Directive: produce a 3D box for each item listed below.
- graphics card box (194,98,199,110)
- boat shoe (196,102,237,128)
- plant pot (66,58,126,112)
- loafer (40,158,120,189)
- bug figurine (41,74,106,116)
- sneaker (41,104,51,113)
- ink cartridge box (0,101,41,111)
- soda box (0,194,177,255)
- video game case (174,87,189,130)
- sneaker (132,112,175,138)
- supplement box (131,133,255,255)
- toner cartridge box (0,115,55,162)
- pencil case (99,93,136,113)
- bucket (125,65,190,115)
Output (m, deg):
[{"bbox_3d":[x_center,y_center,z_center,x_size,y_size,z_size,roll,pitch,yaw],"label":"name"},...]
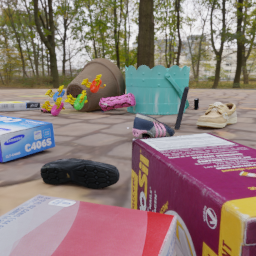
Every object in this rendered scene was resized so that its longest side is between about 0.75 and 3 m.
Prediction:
[{"bbox_3d":[3.075,-1.082,12.558,0.193,0.476,0.758,1,10,15],"label":"graphics card box"},{"bbox_3d":[2.501,-0.399,7.862,0.713,0.669,1.934,8,12,38],"label":"boat shoe"},{"bbox_3d":[-1.510,-1.596,11.810,2.229,2.229,1.944,6,30,33],"label":"plant pot"},{"bbox_3d":[-0.566,0.512,3.390,1.006,0.342,0.353,-1,18,17],"label":"loafer"},{"bbox_3d":[-2.051,-1.169,10.366,2.444,0.629,1.895,-10,35,23],"label":"bug figurine"},{"bbox_3d":[-3.247,-0.740,11.204,0.448,0.371,0.938,-27,18,-20],"label":"sneaker"},{"bbox_3d":[-5.014,-0.998,12.377,1.725,0.410,1.746,-8,14,-38],"label":"ink cartridge box"},{"bbox_3d":[-0.455,0.821,0.289,0.686,0.757,2.162,3,10,18],"label":"soda box"},{"bbox_3d":[1.482,-0.568,7.625,0.140,1.101,0.995,14,12,11],"label":"video game case"},{"bbox_3d":[0.517,0.081,5.897,0.442,0.517,1.261,18,-4,45],"label":"sneaker"},{"bbox_3d":[0.494,0.556,1.595,0.671,0.851,1.300,-2,9,-14],"label":"supplement box"},{"bbox_3d":[-2.430,0.106,5.180,2.135,0.461,1.014,7,17,37],"label":"toner cartridge box"},{"bbox_3d":[-0.403,-0.959,10.445,1.305,0.592,0.611,-10,-12,21],"label":"pencil case"},{"bbox_3d":[1.178,-1.571,11.383,2.827,1.839,2.827,0,10,0],"label":"bucket"}]
